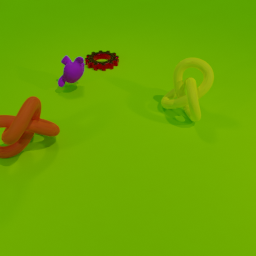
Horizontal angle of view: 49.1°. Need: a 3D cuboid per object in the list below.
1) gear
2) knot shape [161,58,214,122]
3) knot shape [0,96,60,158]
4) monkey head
[{"bbox_3d":[-0.928,-2.435,10.066,1.195,0.221,1.195,0,40,0],"label":"gear"},{"bbox_3d":[1.523,-0.967,7.609,0.766,1.657,1.551,9,-9,-28],"label":"knot shape"},{"bbox_3d":[-2.320,-0.041,6.111,1.773,1.659,0.819,-20,79,-33],"label":"knot shape"},{"bbox_3d":[-1.723,-1.779,8.375,0.827,1.149,0.692,44,21,-6],"label":"monkey head"}]
